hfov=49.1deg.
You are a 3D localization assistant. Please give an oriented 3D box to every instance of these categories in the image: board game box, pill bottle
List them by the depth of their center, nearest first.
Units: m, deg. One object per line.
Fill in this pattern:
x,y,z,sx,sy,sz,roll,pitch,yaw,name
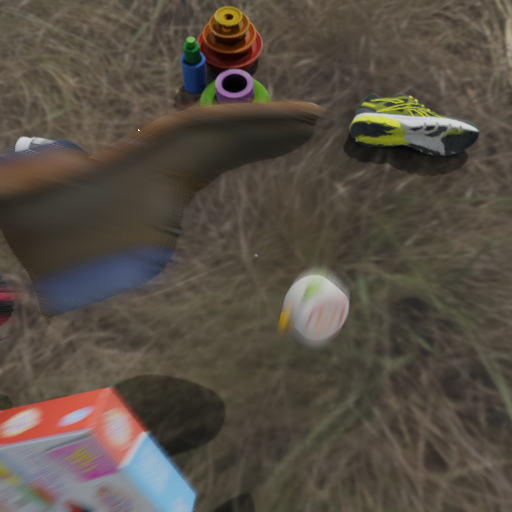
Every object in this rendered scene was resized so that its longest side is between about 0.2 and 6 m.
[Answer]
-1.913,2.123,5.285,2.160,1.653,0.436,-15,32,19,board game box
-3.981,-1.929,10.517,0.925,0.526,0.526,11,63,8,pill bottle

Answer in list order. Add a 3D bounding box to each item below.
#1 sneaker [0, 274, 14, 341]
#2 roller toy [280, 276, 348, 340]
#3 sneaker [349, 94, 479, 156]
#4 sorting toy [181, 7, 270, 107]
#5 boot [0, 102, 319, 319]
-3.518,0.935,6.388,0.889,0.960,2.381,-20,22,-1,sneaker
0.599,0.526,5.764,0.450,0.587,0.643,44,111,52,roller toy
3.032,-2.618,10.668,2.401,0.894,1.016,9,63,5,sneaker
-0.635,-3.871,11.150,1.721,1.175,2.863,-6,63,-3,sorting toy
-0.944,-0.523,6.021,3.570,1.334,1.730,-13,94,3,boot
